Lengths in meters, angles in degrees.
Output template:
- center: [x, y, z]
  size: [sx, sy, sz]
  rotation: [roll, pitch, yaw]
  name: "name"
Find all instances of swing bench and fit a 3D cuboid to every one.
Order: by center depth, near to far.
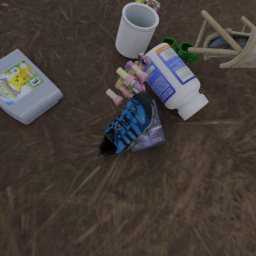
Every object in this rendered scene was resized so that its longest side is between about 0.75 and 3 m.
- center: [3.229, -2.398, 8.046]
  size: [1.984, 1.294, 1.995]
  rotation: [-6, 36, -33]
  name: "swing bench"

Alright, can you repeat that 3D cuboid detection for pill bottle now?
- center: [1.403, -1.378, 8.628]
  size: [1.250, 1.250, 2.231]
  rotation: [-34, 82, -16]
  name: "pill bottle"

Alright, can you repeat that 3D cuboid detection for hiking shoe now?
- center: [-0.051, 0.036, 7.363]
  size: [1.007, 2.323, 0.864]
  rotation: [-28, 67, -39]
  name: "hiking shoe"

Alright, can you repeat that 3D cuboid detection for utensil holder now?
- center: [0.256, -3.250, 9.460]
  size: [1.199, 1.410, 1.199]
  rotation: [6, 61, -12]
  name: "utensil holder"

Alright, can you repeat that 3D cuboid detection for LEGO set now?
- center: [0.719, -4.534, 10.248]
  size: [1.240, 0.571, 0.462]
  rotation: [-11, 44, -34]
  name: "LEGO set"

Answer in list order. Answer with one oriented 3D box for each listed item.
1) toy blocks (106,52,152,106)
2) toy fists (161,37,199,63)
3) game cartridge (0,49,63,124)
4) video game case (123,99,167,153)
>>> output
- center: [0.258, -1.184, 7.722]
  size: [1.043, 1.158, 1.239]
  rotation: [42, 51, 6]
  name: "toy blocks"
- center: [1.751, -2.571, 9.450]
  size: [1.424, 0.726, 0.490]
  rotation: [29, 88, 36]
  name: "toy fists"
- center: [-3.585, -1.371, 9.178]
  size: [1.726, 0.524, 2.589]
  rotation: [-42, 70, -15]
  name: "game cartridge"
- center: [0.487, -0.078, 8.510]
  size: [1.063, 0.141, 1.488]
  rotation: [-18, 64, 12]
  name: "video game case"
